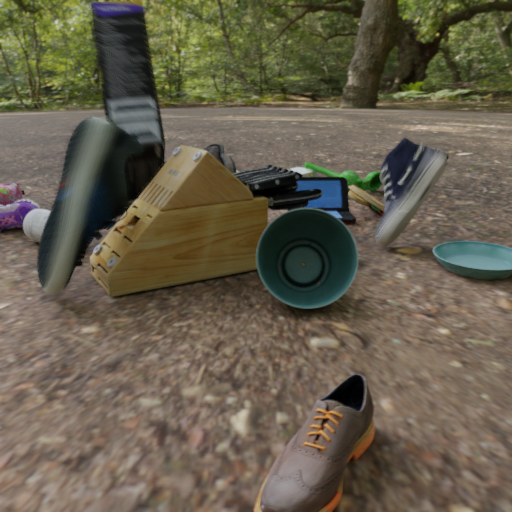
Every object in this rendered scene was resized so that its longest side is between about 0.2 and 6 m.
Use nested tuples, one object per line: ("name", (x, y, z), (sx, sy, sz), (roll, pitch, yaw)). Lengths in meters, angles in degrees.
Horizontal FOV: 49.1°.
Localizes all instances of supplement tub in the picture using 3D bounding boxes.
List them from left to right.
("supplement tub", (-4.400, -0.585, 12.112), (1.136, 0.750, 0.750), (14, 23, 35))

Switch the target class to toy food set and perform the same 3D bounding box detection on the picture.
("toy food set", (2.881, -1.448, 14.639), (1.177, 0.289, 1.190), (31, 15, -11))

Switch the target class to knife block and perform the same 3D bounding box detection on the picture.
("knife block", (-0.611, -0.248, 10.836), (3.538, 4.030, 1.289), (42, -7, -32))

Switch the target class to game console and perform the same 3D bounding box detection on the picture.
("game console", (1.630, -1.409, 14.177), (1.615, 0.958, 1.392), (-1, 18, -4))

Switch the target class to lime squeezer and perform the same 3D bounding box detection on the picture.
("lime squeezer", (3.331, -2.416, 17.455), (3.608, 0.680, 1.274), (2, 23, 3))

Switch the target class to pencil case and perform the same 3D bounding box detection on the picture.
("pencil case", (-7.193, -1.629, 15.221), (1.605, 0.702, 0.702), (-5, 20, -12))

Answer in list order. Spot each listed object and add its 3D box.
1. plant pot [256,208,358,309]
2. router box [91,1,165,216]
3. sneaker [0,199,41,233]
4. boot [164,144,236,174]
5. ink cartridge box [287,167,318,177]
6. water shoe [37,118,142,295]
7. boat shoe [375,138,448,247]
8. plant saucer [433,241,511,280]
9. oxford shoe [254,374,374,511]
("plant pot", (0.810, 0.102, 9.254), (1.597, 1.597, 1.070), (1, -8, 2))
("router box", (-2.843, -3.034, 12.689), (1.070, 3.220, 4.096), (-8, -13, -13))
("sneaker", (-5.902, -0.866, 13.141), (1.810, 0.728, 0.800), (-1, 25, 11))
("boot", (-2.365, -2.921, 18.268), (2.894, 1.151, 3.324), (-5, 22, -17))
("ink cartridge box", (1.310, -2.484, 17.963), (0.889, 0.511, 1.224), (16, 25, 39))
("water shoe", (-2.747, -0.758, 9.507), (1.218, 3.086, 1.103), (17, -3, -36))
("boat shoe", (3.039, -1.410, 12.167), (1.133, 2.443, 0.912), (34, -10, 22))
("plant saucer", (4.282, 0.106, 10.790), (1.711, 0.307, 1.711), (-1, 19, 0))
("oxford shoe", (0.575, 1.775, 5.312), (0.705, 0.720, 1.976), (10, 21, 27))
